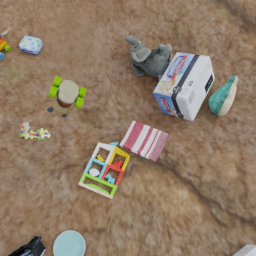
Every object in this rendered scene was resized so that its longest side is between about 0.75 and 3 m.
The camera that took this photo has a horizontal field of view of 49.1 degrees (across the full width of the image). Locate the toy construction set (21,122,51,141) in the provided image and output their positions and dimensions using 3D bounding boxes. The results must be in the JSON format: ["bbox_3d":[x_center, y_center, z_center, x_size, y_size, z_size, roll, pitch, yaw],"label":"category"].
[{"bbox_3d":[-3.395,0.188,10.010,0.716,1.092,0.503,-11,66,33],"label":"toy construction set"}]

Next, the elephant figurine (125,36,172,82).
[{"bbox_3d":[0.646,-2.799,11.332,2.071,1.466,1.607,11,28,12],"label":"elephant figurine"}]

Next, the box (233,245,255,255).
[{"bbox_3d":[3.856,4.240,8.648,0.809,0.944,0.939,-33,72,-9],"label":"box"}]

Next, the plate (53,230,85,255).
[{"bbox_3d":[-1.918,3.929,9.208,1.050,0.134,1.050,0,69,1],"label":"plate"}]

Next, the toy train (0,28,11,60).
[{"bbox_3d":[-5.309,-3.609,11.952,0.829,0.607,1.433,40,73,3],"label":"toy train"}]

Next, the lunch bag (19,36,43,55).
[{"bbox_3d":[-4.164,-3.546,12.010,0.873,0.360,0.702,15,68,6],"label":"lunch bag"}]

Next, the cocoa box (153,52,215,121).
[{"bbox_3d":[2.125,-1.579,10.485,1.354,1.376,2.063,19,69,34],"label":"cocoa box"}]

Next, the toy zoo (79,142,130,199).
[{"bbox_3d":[-0.773,1.388,10.159,1.305,0.203,1.989,22,71,8],"label":"toy zoo"}]

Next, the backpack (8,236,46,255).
[{"bbox_3d":[-3.188,4.081,8.669,1.180,1.239,0.954,-26,84,-6],"label":"backpack"}]

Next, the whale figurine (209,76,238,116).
[{"bbox_3d":[3.621,-1.267,10.667,0.816,1.251,1.572,23,92,12],"label":"whale figurine"}]

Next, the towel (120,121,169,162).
[{"bbox_3d":[0.541,0.423,9.813,1.514,0.172,1.091,22,77,27],"label":"towel"}]

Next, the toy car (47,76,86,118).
[{"bbox_3d":[-1.996,-0.797,8.612,0.990,1.205,0.951,23,43,-17],"label":"toy car"}]
